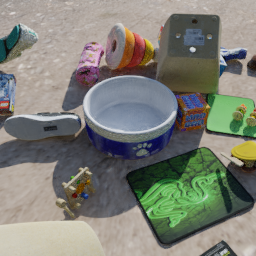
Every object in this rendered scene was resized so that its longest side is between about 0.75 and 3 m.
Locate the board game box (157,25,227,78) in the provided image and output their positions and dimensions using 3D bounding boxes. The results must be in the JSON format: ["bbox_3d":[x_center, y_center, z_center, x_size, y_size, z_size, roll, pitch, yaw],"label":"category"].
[{"bbox_3d":[2.549,-3.186,11.606,2.441,0.682,2.390,11,41,-11],"label":"board game box"}]

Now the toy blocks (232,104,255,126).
[{"bbox_3d":[4.086,-0.555,9.418,0.829,0.361,0.995,29,50,26],"label":"toy blocks"}]

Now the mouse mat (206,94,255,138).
[{"bbox_3d":[3.558,-0.486,9.643,1.709,0.080,2.124,9,45,9],"label":"mouse mat"}]

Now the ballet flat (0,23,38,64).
[{"bbox_3d":[-4.497,-3.190,11.159,2.967,1.065,1.065,-8,30,45],"label":"ballet flat"}]

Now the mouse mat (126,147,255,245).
[{"bbox_3d":[1.595,1.597,7.419,2.786,0.105,2.242,-18,46,-17],"label":"mouse mat"}]

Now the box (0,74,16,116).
[{"bbox_3d":[-5.047,-1.104,9.673,2.160,0.431,1.479,-4,65,-4],"label":"box"}]

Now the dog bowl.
[{"bbox_3d":[0.059,-0.407,8.779,2.848,1.122,2.848,0,43,0],"label":"dog bowl"}]

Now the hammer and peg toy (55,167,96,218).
[{"bbox_3d":[-1.311,1.604,6.891,0.406,0.848,1.152,20,45,32],"label":"hammer and peg toy"}]

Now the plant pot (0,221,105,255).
[{"bbox_3d":[-1.884,2.749,4.669,2.907,2.723,2.723,-12,43,-33],"label":"plant pot"}]

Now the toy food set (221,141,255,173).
[{"bbox_3d":[3.480,0.861,7.949,1.672,0.546,0.984,-17,22,-20],"label":"toy food set"}]

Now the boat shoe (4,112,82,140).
[{"bbox_3d":[-2.625,-0.112,8.823,2.352,0.807,0.666,-1,24,-3],"label":"boat shoe"}]

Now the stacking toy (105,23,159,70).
[{"bbox_3d":[0.422,-3.216,11.741,2.508,1.833,1.833,4,40,-24],"label":"stacking toy"}]

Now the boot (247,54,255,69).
[{"bbox_3d":[6.131,-2.903,11.899,1.846,0.593,1.720,17,44,23],"label":"boot"}]

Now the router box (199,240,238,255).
[{"bbox_3d":[1.624,3.200,5.365,1.752,0.544,1.313,-22,47,-21],"label":"router box"}]

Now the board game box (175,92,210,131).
[{"bbox_3d":[2.018,-0.530,9.106,0.856,0.855,0.855,-9,43,-9],"label":"board game box"}]

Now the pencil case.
[{"bbox_3d":[-1.501,-2.647,11.319,0.968,0.926,2.237,3,42,-2],"label":"pencil case"}]

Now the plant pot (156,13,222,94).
[{"bbox_3d":[2.192,-2.719,9.807,2.333,2.068,2.335,5,78,8],"label":"plant pot"}]

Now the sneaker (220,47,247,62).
[{"bbox_3d":[4.316,-3.065,12.078,1.449,0.585,0.837,12,48,22],"label":"sneaker"}]
